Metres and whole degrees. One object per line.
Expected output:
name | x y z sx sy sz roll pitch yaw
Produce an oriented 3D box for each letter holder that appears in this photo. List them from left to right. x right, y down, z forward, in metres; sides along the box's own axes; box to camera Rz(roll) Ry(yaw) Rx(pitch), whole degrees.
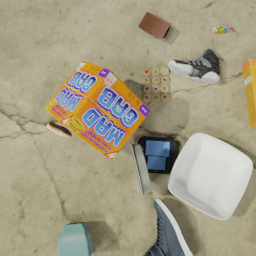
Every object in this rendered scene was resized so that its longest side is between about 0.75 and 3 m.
letter holder | 1.128 -4.371 12.349 1.198 0.602 0.851 29 83 5

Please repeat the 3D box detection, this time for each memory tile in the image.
memory tile | 1.208 -1.884 12.148 1.202 0.132 1.569 0 80 0

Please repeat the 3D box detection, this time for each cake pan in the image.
cake pan | 0.472 1.509 10.426 0.377 2.057 2.057 -13 80 -1

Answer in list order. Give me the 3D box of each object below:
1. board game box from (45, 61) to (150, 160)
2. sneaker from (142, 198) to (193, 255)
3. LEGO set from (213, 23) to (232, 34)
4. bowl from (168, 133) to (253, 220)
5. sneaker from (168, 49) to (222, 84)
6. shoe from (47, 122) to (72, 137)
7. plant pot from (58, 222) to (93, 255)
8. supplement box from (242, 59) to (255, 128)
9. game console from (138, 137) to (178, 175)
board game box | -1.136 -0.690 10.271 2.318 2.317 2.320 -52 127 -5
sneaker | 1.092 4.237 10.621 1.964 1.033 2.718 -24 82 -7
LEGO set | 4.165 -4.454 12.512 0.852 0.325 0.350 -9 77 5
bowl | 3.127 1.835 11.043 2.767 1.034 2.771 29 82 4
sneaker | 2.910 -2.774 11.966 2.270 0.857 1.292 17 80 -3
shoe | -2.520 0.093 10.292 0.986 0.345 0.263 30 120 -23
plant pot | -1.977 4.217 10.610 1.163 1.166 1.188 -4 75 -1
supplement box | 5.494 -1.428 11.673 0.936 0.967 2.812 -2 79 0
game console | 1.193 1.135 11.535 1.648 0.256 1.458 5 82 3
